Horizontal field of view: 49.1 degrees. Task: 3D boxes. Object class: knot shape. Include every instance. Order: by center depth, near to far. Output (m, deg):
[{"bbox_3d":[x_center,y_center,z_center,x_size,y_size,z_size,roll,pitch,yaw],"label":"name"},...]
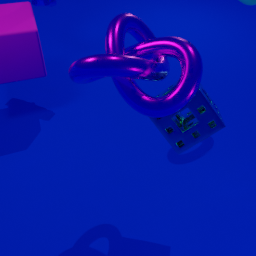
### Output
[{"bbox_3d":[0.130,-0.941,3.779,1.657,0.766,1.551,10,47,4],"label":"knot shape"}]

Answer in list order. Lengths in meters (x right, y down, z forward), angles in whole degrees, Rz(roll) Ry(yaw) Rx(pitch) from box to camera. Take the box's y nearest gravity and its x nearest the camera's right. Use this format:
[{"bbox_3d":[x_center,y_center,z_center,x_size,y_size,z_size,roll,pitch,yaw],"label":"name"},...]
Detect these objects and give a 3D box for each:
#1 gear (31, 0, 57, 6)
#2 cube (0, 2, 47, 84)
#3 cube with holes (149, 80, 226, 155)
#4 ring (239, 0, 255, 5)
[{"bbox_3d":[-2.111,-3.820,6.808,1.579,1.579,0.292,20,27,18],"label":"gear"},{"bbox_3d":[-2.817,-2.030,6.727,1.326,1.326,1.326,-13,52,-15],"label":"cube"},{"bbox_3d":[0.832,-0.240,4.091,0.757,0.757,0.757,-35,11,21],"label":"cube with holes"},{"bbox_3d":[2.433,-3.161,5.615,1.334,1.334,0.267,-33,19,-27],"label":"ring"}]
